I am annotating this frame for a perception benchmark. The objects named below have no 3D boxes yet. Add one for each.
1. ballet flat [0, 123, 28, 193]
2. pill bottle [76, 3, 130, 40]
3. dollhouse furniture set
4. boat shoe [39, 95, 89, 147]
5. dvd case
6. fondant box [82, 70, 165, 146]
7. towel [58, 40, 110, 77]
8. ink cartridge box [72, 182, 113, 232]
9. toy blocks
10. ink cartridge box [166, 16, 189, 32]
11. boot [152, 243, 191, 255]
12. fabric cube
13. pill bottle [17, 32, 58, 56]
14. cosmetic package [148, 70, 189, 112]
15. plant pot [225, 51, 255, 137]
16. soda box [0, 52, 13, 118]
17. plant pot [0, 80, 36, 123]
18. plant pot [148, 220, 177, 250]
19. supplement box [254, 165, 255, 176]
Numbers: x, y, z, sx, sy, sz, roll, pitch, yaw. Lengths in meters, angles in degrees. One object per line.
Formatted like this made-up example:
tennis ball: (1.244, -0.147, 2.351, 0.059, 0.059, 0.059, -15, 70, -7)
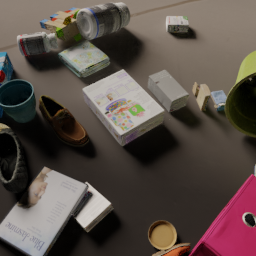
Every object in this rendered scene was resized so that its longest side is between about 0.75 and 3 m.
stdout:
ballet flat: (-4.080, 0.858, 9.540, 0.984, 0.841, 2.961, -24, 57, -17)
pill bottle: (-1.122, -5.232, 13.510, 1.389, 1.389, 2.442, 39, 51, 25)
dollhouse furniture set: (3.484, -1.445, 11.200, 1.364, 0.890, 1.287, -8, 54, -7)
boat shoe: (-2.477, -0.278, 10.351, 2.570, 0.874, 0.924, 35, 61, 23)
dvd case: (-2.631, 2.502, 8.599, 1.843, 0.227, 2.584, 18, 56, 21)
fondant box: (-0.213, -0.868, 10.836, 1.975, 0.797, 2.738, -29, 58, -20)
towel: (-1.995, -3.154, 12.736, 1.658, 0.466, 1.937, -33, 60, -25)
ink cartridge box: (-1.281, 2.446, 8.799, 1.072, 0.334, 1.332, -38, 44, -24)
toy blocks: (-3.063, -5.232, 13.895, 1.798, 1.315, 2.631, 26, 54, 30)
ink cartridge box: (2.498, -5.299, 14.285, 1.071, 0.450, 0.776, 1, 54, 0)
boot: (1.309, 3.627, 7.822, 1.131, 0.424, 0.606, -21, 60, -6)
fabric cube: (3.162, 3.112, 6.944, 2.382, 2.390, 2.344, 38, 61, 24)
pill bottle: (-4.156, -3.922, 12.982, 1.680, 0.930, 0.930, -10, 55, -6)
cosmetic package: (1.604, -1.505, 11.354, 0.886, 0.748, 1.658, -25, 55, -21)
plant pot: (5.163, -1.563, 10.436, 2.907, 2.907, 2.761, 13, 42, 9)
soda box: (-5.530, -1.804, 11.432, 0.992, 0.939, 2.926, -4, 55, -2)
plant pot: (-4.088, -0.901, 10.572, 1.343, 1.262, 1.343, 0, 54, 0)
plant pot: (1.016, 3.169, 8.283, 0.835, 0.115, 0.835, -2, 53, 3)
supplement box: (4.647, 1.568, 8.612, 1.005, 1.495, 1.496, 13, 55, 9)
